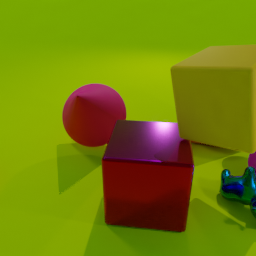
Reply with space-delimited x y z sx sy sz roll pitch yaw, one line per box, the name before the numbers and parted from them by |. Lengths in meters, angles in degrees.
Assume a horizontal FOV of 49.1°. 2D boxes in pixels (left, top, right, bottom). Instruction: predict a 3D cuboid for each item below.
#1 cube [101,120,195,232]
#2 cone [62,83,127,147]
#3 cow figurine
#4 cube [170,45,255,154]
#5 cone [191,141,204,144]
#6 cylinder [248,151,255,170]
cube | 0.346 0.749 4.762 1.319 1.319 1.319 4 28 6
cone | -0.868 -0.454 5.916 1.553 1.553 1.559 3 -10 5
cow figurine | 2.027 1.174 4.790 1.015 0.557 0.998 -13 45 41
cube | 1.488 -0.501 4.137 1.170 1.170 1.170 13 35 43
cone | 2.204 0.025 6.691 1.678 1.672 1.672 32 33 2
cylinder | 2.869 0.713 5.373 0.771 0.771 0.771 -9 29 -11
